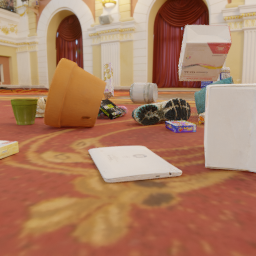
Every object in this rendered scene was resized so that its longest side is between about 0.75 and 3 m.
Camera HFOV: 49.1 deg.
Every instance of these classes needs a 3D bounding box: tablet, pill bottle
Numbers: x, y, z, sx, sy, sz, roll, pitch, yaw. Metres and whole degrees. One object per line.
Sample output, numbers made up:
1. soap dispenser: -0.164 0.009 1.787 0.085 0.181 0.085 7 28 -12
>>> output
1. tablet: 0.027 0.692 6.091 1.492 0.157 2.293 -2 10 -15
2. pill bottle: 4.628 -1.944 14.890 1.460 2.439 1.460 0 6 0

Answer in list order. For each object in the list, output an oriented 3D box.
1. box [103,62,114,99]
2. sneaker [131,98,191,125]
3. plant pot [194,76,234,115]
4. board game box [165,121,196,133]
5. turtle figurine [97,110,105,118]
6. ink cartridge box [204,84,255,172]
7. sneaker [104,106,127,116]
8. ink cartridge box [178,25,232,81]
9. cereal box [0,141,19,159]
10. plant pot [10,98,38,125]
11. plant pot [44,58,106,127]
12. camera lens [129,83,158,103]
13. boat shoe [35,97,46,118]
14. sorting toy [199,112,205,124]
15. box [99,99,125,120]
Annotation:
1. box: -0.868 -2.136 12.405 0.391 1.889 0.365 -9 -36 9
2. sneaker: 1.427 -0.743 12.135 2.759 1.071 1.191 -4 7 -23
3. plant pot: 4.229 -1.300 13.427 1.835 1.953 1.953 -12 4 24
4. board game box: 1.922 -0.058 10.318 0.772 0.257 1.148 -2 9 -10
5. turtle figurine: -1.978 -0.895 13.590 1.636 0.824 1.225 12 34 -20
6. ink cartridge box: 2.572 -0.130 6.205 1.662 1.706 2.654 2 9 15
7. sneaker: -0.802 -0.845 14.467 1.525 0.602 0.727 -1 21 3
8. ink cartridge box: 2.523 -2.341 9.646 1.398 0.810 2.401 1 -27 5
9. cereal box: -3.573 0.526 6.580 1.558 0.308 1.121 2 10 14
10. plant pot: -4.281 -0.677 11.629 1.097 1.056 1.097 0 9 0
11. plant pot: -1.937 -1.153 10.798 1.837 2.625 2.625 15 8 -6
12. camera lens: 1.268 -2.905 23.215 2.102 1.682 1.682 3 10 20
13. boat shoe: -4.219 -1.049 14.074 2.860 0.989 1.054 -1 9 -4
14. sorting toy: 3.412 -0.344 11.713 0.774 0.460 0.860 13 13 25
15. box: -0.908 -0.942 13.663 1.176 0.289 1.218 42 26 12
